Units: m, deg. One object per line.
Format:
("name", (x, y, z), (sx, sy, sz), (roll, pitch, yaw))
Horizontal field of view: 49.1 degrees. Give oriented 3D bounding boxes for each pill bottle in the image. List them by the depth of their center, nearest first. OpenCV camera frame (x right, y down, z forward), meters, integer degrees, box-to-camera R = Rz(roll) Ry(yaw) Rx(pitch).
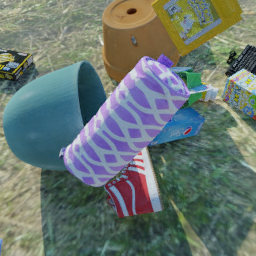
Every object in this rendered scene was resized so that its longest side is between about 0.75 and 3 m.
("pill bottle", (2.486, -1.255, 9.549), (1.070, 0.602, 0.602), (16, 50, 15))

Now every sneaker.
("sneaker", (0.035, 1.226, 7.137), (1.308, 0.829, 2.326), (-16, 35, 3))

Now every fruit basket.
("fruit basket", (0.953, -1.238, 8.613), (2.478, 1.162, 2.295), (-9, 17, -28))

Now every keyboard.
("keyboard", (4.552, -2.679, 11.044), (1.322, 0.282, 2.202), (26, 53, 25))

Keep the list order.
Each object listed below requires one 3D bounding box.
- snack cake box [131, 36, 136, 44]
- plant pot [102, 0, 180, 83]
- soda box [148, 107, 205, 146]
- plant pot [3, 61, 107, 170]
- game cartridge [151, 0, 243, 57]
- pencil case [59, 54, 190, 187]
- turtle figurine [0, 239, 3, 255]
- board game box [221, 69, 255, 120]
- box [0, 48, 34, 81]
("snack cake box", (-0.080, -4.390, 12.483), (1.540, 0.518, 0.886), (27, 52, 23))
("plant pot", (0.335, -3.308, 10.023), (2.947, 2.063, 2.947), (-6, 55, 9))
("soda box", (1.271, -0.078, 8.095), (1.956, 0.627, 0.663), (-10, 44, -35))
("plant pot", (-1.785, -0.151, 7.263), (2.192, 2.731, 2.731), (-11, 47, 10))
("game cartridge", (1.481, -2.504, 5.978), (1.519, 1.339, 0.246), (-29, 15, 22))
("pencil case", (-0.086, -0.048, 4.934), (1.078, 2.568, 1.098), (39, 26, -12))
("turtle figurine", (-4.131, 1.646, 5.609), (2.977, 2.143, 2.887), (13, 14, -42))
("board game box", (4.092, -1.036, 9.160), (0.877, 0.893, 1.704), (-30, 54, -24))
("box", (-4.769, -2.484, 10.817), (1.715, 0.423, 1.369), (12, 50, 11))
